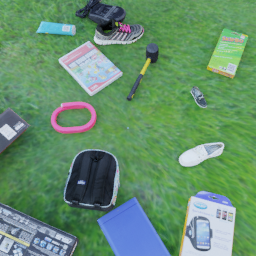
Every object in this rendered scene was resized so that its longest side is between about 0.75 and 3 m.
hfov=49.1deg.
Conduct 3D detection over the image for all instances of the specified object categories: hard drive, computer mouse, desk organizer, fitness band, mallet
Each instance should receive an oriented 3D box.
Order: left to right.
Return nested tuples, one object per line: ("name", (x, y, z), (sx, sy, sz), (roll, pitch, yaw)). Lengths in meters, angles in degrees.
("desk organizer", (-4.709, 0.645, 9.507), (0.960, 1.031, 2.677), (42, 56, -7))
("fitness band", (-2.032, -0.394, 10.486), (1.675, 0.313, 1.203), (-5, 63, -1))
("computer mouse", (-1.070, -5.193, 12.825), (2.371, 0.625, 1.642), (28, 66, 25))
("hard drive", (0.177, 3.406, 8.562), (1.402, 0.270, 2.125), (-28, 66, -13))
("mallet", (0.575, -2.263, 11.138), (0.531, 0.850, 2.581), (23, 65, 11))

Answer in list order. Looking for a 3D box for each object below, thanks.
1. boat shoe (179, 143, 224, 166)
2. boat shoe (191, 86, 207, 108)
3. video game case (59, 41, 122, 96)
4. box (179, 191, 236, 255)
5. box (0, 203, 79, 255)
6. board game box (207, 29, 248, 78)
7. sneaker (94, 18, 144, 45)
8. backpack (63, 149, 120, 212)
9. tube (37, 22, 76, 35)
("boat shoe", (2.551, 0.832, 9.707), (1.644, 0.570, 0.582), (-20, 65, -10))
("boat shoe", (2.765, -1.219, 10.913), (0.361, 0.288, 0.955), (-28, 66, -13))
("video game case", (-1.573, -2.523, 11.630), (1.633, 0.199, 2.283), (-37, 69, -17))
("box", (2.444, 3.194, 8.572), (1.421, 0.495, 2.387), (14, 61, 7))
("box", (-3.234, 3.763, 8.131), (2.891, 0.710, 2.331), (20, 62, 9))
("board game box", (4.268, -3.235, 11.927), (1.125, 0.353, 2.356), (23, 68, 10))
("sneaker", (-0.396, -4.213, 12.054), (2.219, 0.971, 0.818), (-8, 63, -4))
("backpack", (-1.055, 1.639, 8.837), (1.616, 1.370, 1.820), (5, 68, 5))
("tube", (-3.208, -4.445, 12.522), (1.695, 0.427, 0.656), (9, 60, 9))
